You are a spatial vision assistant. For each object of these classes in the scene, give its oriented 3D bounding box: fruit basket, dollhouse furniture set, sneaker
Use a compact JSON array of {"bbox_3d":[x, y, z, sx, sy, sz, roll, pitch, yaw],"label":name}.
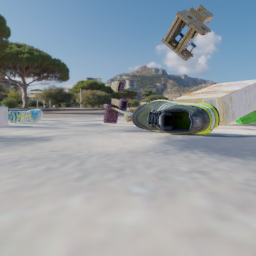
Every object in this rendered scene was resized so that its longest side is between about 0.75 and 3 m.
[{"bbox_3d":[5.412,-0.623,12.094,1.472,1.061,1.472,-17,0,0],"label":"fruit basket"},{"bbox_3d":[0.491,-0.844,11.958,2.337,1.852,1.659,2,16,-45],"label":"dollhouse furniture set"},{"bbox_3d":[2.472,-3.630,10.630,1.810,1.268,1.276,-35,-15,-41],"label":"dollhouse furniture set"},{"bbox_3d":[-4.573,-0.495,12.218,1.618,0.644,1.057,-9,-5,32],"label":"sneaker"},{"bbox_3d":[0.752,-0.222,5.513,1.916,0.708,0.775,0,5,44],"label":"sneaker"}]

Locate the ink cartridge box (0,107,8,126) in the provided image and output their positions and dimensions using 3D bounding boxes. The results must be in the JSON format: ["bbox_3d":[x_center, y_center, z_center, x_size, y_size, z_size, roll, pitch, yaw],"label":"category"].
[{"bbox_3d":[-5.029,-0.383,9.163,1.893,0.642,1.098,-2,3,-33],"label":"ink cartridge box"}]

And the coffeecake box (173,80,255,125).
[{"bbox_3d":[3.574,-1.017,10.842,2.867,1.048,2.201,-21,15,-35],"label":"coffeecake box"}]
